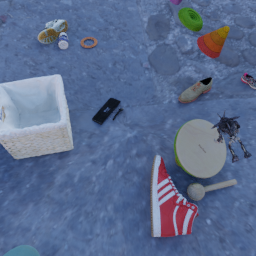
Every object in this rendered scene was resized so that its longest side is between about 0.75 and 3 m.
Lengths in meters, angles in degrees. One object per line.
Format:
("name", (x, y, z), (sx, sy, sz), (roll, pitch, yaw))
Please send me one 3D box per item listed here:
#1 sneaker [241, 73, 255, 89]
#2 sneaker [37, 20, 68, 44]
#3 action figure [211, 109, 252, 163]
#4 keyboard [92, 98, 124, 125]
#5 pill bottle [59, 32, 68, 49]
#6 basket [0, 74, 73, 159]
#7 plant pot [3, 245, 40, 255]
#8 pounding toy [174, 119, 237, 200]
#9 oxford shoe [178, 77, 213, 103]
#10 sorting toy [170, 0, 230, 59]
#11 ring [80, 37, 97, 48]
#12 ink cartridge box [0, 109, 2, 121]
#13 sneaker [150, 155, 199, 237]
("sneaker", (5.556, -2.084, 12.511), (1.005, 0.375, 0.405), (34, 62, 21))
("sneaker", (-4.006, -4.969, 14.405), (0.873, 0.753, 1.990), (22, 49, 24))
("action figure", (3.082, 0.242, 8.502), (0.929, 0.798, 1.563), (-22, 83, 1))
("keyboard", (-0.747, -0.661, 11.658), (0.914, 0.148, 1.438), (24, 59, 24))
("pill bottle", (-3.252, -4.411, 14.085), (0.471, 0.471, 0.849), (-7, 55, -5))
("basket", (-3.394, -0.354, 10.328), (2.430, 1.954, 2.408), (-10, 55, -8))
("plant pot", (-2.995, 3.890, 7.835), (1.428, 1.428, 0.961), (3, 32, 2))
("pounding toy", (2.419, 1.070, 10.024), (2.025, 1.217, 2.623), (-15, 85, -23))
("oxford shoe", (2.901, -1.693, 12.050), (1.798, 0.672, 0.633), (-33, 61, -21))
("sorting toy", (2.448, -3.770, 9.353), (1.002, 0.995, 2.890), (-23, 77, -36))
("ring", (-1.989, -4.351, 14.286), (0.860, 0.082, 0.860), (0, 55, -1))
("ink cartridge box", (-5.578, -0.305, 11.251), (1.264, 0.444, 2.118), (-27, 61, -17))
("sneaker", (1.488, 2.166, 9.171), (1.501, 0.951, 2.669), (0, 62, 5))
